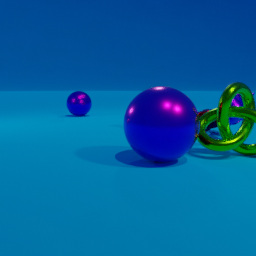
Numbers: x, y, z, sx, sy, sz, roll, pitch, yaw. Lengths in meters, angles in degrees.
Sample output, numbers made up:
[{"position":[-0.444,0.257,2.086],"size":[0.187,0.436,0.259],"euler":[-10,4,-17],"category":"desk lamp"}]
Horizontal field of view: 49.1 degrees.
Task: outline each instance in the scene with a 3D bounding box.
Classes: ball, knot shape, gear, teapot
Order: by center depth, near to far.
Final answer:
[{"position":[0.532,-0.058,4.508],"size":[1.214,1.214,1.214],"euler":[0,8,0],"category":"ball"},{"position":[1.861,-0.174,4.822],"size":[1.314,1.230,0.607],"euler":[8,0,5],"category":"knot shape"},{"position":[2.246,-0.371,5.898],"size":[0.654,1.052,0.515],"euler":[5,32,-43],"category":"teapot"},{"position":[1.994,-0.228,7.138],"size":[1.452,0.269,1.452],"euler":[-14,10,2],"category":"gear"},{"position":[-2.032,-1.012,11.647],"size":[1.048,1.048,1.048],"euler":[0,8,0],"category":"ball"}]
